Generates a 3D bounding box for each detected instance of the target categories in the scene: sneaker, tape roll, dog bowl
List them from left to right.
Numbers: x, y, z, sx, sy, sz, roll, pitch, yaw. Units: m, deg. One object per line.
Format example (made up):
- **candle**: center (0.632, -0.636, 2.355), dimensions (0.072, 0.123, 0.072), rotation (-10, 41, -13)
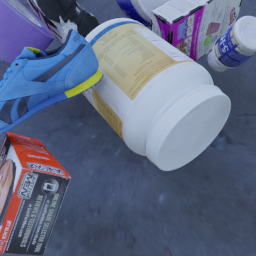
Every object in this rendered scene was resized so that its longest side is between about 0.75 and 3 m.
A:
- **tape roll**: center (-3.241, -2.771, 7.090), dimensions (1.106, 2.603, 2.603), rotation (-47, 65, 8)
- **sneaker**: center (-1.861, -0.766, 4.960), dimensions (2.799, 1.097, 0.922), rotation (-27, 31, 7)
- **sneaker**: center (-1.616, -2.802, 6.945), dimensions (1.156, 2.878, 1.242), rotation (-45, 63, -10)
- **dog bowl**: center (0.924, -4.397, 8.099), dimensions (2.798, 2.798, 1.102), rotation (-36, 34, -20)

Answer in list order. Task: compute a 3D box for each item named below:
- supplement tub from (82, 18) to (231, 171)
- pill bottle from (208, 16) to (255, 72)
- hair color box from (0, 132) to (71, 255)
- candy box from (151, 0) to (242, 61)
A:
- **supplement tub**: center (0.397, -0.756, 5.873), dimensions (2.113, 2.113, 2.921), rotation (-30, 56, -18)
- **pill bottle**: center (2.513, -1.900, 6.636), dimensions (0.829, 1.386, 0.829), rotation (3, 76, -14)
- **hair color box**: center (-1.956, 1.001, 5.146), dimensions (0.796, 2.598, 1.319), rotation (19, 90, -30)
- **candy box**: center (1.858, -2.792, 7.648), dimensions (2.637, 1.798, 0.804), rotation (-33, 58, -17)
